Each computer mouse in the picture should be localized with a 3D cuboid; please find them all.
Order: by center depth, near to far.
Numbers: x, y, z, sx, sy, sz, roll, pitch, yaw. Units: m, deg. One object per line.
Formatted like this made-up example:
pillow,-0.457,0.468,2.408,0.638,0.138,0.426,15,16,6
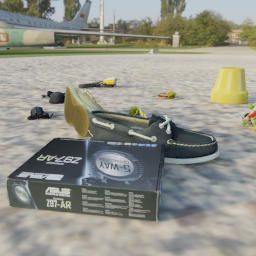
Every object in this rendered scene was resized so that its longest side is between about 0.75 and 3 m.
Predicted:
computer mouse,-2.799,-0.531,9.085,0.786,0.258,1.120,-4,18,-6
computer mouse,-3.057,-1.341,11.416,1.188,0.389,1.692,2,17,2

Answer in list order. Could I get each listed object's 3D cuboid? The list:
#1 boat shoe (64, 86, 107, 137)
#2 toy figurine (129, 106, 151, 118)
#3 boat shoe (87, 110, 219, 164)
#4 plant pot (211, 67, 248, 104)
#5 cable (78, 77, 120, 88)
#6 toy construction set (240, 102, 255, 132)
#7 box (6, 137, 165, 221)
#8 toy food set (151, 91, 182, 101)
boat shoe,-1.184,-0.516,7.946,0.888,1.030,2.824,1,18,-26
toy figurine,0.472,-0.042,7.494,0.787,0.693,1.313,24,12,-22
boat shoe,0.480,0.126,6.021,2.904,0.876,1.098,3,18,10
plant pot,4.046,-1.712,11.066,1.401,1.318,1.401,-1,18,0
cable,-1.460,-2.362,14.343,2.116,0.532,1.028,0,19,-1
toy construction set,3.391,-0.227,7.533,1.130,0.868,0.943,7,55,-40
box,-0.537,0.740,4.749,2.258,0.491,1.809,3,18,10
toy food set,1.606,-1.406,11.850,1.214,0.244,0.838,16,24,41
